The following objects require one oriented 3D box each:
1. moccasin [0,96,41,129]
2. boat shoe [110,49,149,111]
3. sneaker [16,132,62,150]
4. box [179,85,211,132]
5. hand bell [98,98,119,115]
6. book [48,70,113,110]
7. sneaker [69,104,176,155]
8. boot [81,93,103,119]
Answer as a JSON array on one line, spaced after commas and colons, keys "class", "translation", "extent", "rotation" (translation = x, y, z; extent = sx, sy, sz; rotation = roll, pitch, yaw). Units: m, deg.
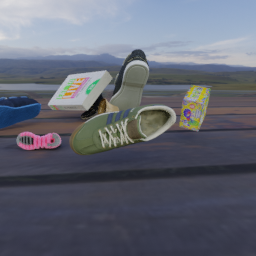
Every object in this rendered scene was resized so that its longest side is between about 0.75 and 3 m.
[{"class": "moccasin", "translation": [-3.637, -0.491, 8.253], "extent": [0.756, 0.892, 2.218], "rotation": [35, 22, 22]}, {"class": "boat shoe", "translation": [0.043, -1.440, 9.837], "extent": [1.096, 0.874, 2.898], "rotation": [14, -38, -16]}, {"class": "sneaker", "translation": [-1.868, 0.303, 5.989], "extent": [0.974, 0.385, 0.465], "rotation": [4, -9, 4]}, {"class": "box", "translation": [1.560, -0.469, 6.523], "extent": [0.467, 0.766, 0.738], "rotation": [16, 40, 19]}, {"class": "hand bell", "translation": [-0.176, -0.488, 10.056], "extent": [1.648, 0.858, 0.858], "rotation": [10, 5, -25]}, {"class": "book", "translation": [-1.763, -1.267, 10.015], "extent": [2.324, 0.559, 1.553], "rotation": [4, 53, 47]}, {"class": "sneaker", "translation": [-0.034, -0.008, 4.040], "extent": [1.606, 0.539, 0.721], "rotation": [-19, 9, -16]}, {"class": "boot", "translation": [-1.403, -0.985, 10.726], "extent": [0.455, 0.952, 1.260], "rotation": [20, 45, 39]}]
